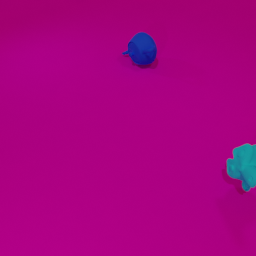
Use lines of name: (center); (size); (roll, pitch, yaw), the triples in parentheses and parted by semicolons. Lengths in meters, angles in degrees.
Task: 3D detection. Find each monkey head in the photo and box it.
monkey head: (2.523, 0.806, 5.599); (0.803, 1.333, 0.959); (12, 28, -17)

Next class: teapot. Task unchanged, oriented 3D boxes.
teapot: (0.393, -2.676, 9.658); (0.879, 1.116, 1.795); (-29, 24, -19)
